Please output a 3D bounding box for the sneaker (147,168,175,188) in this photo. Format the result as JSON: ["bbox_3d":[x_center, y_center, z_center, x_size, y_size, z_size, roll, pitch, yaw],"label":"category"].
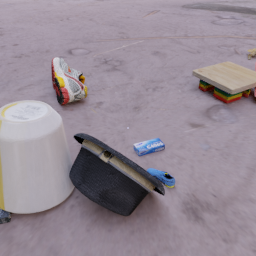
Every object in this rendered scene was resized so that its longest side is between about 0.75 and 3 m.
[{"bbox_3d":[0.789,1.105,6.672,0.804,0.315,0.265,27,44,36],"label":"sneaker"}]

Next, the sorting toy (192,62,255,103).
[{"bbox_3d":[3.813,-1.726,10.584,1.991,0.697,2.003,-18,37,-25],"label":"sorting toy"}]

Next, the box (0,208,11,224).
[{"bbox_3d":[-2.855,1.738,5.834,0.800,0.174,0.641,-8,34,-11],"label":"box"}]

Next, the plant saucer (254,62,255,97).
[{"bbox_3d":[6.133,-1.802,10.135,2.801,0.514,2.795,-3,37,27],"label":"plant saucer"}]

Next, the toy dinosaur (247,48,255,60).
[{"bbox_3d":[6.428,-3.847,14.002,0.842,0.485,1.665,15,36,24],"label":"toy dinosaur"}]

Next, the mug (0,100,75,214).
[{"bbox_3d":[-2.303,0.521,5.914,2.327,1.910,1.863,-12,33,-26],"label":"mug"}]

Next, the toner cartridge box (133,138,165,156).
[{"bbox_3d":[0.581,0.516,7.681,0.787,0.170,0.374,-14,36,-20],"label":"toner cartridge box"}]

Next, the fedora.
[{"bbox_3d":[-0.393,1.074,5.825,2.255,2.255,1.030,27,77,34],"label":"fedora"}]

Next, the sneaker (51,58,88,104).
[{"bbox_3d":[-2.245,-1.783,10.545,1.123,1.064,2.734,-8,43,-21],"label":"sneaker"}]
